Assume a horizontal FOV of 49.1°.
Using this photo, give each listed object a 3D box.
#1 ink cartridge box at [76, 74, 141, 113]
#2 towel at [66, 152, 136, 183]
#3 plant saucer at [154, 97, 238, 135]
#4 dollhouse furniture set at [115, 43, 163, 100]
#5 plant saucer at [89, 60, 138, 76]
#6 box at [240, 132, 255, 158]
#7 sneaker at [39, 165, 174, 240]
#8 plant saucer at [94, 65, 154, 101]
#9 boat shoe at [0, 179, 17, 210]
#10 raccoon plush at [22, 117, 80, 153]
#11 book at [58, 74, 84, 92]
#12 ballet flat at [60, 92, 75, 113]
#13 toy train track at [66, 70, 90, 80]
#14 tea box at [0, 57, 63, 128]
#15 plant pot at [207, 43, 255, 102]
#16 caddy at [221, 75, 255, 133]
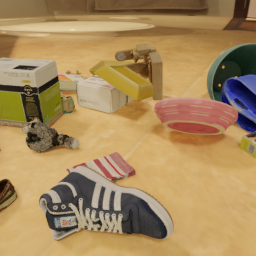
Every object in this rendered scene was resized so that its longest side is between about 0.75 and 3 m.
[{"bbox_3d":[-0.818,-1.790,12.956,1.935,1.126,2.656,15,33,28],"label":"ink cartridge box"},{"bbox_3d":[-0.793,1.242,8.215,1.723,0.196,1.241,-16,31,-27],"label":"towel"},{"bbox_3d":[2.210,-0.303,9.398,2.732,0.692,2.732,8,-11,2],"label":"plant saucer"},{"bbox_3d":[0.312,-2.664,13.623,2.204,2.572,2.705,-9,44,-2],"label":"dollhouse furniture set"},{"bbox_3d":[-0.791,-3.405,16.607,2.417,0.585,2.416,7,28,13],"label":"plant saucer"},{"bbox_3d":[4.823,0.417,9.441,2.016,0.505,0.759,-12,31,-23],"label":"box"},{"bbox_3d":[-0.634,1.903,6.052,2.992,1.048,1.623,18,33,34],"label":"sneaker"},{"bbox_3d":[0.006,-1.914,11.126,2.076,0.503,2.077,34,23,13],"label":"plant saucer"},{"bbox_3d":[-3.400,1.838,6.568,0.660,0.662,1.788,8,29,16],"label":"boat shoe"},{"bbox_3d":[-2.691,0.318,9.685,1.957,0.947,1.311,24,10,-14],"label":"raccoon plush"},{"bbox_3d":[-3.536,-2.381,14.140,2.745,0.660,1.834,-3,25,-31],"label":"book"},{"bbox_3d":[-3.512,-1.279,12.131,2.606,0.981,0.884,8,32,15],"label":"ballet flat"},{"bbox_3d":[-2.932,-3.152,16.399,2.052,0.334,1.177,23,35,35],"label":"toy train track"},{"bbox_3d":[-4.025,-1.351,10.814,2.371,2.332,1.584,7,29,13],"label":"tea box"},{"bbox_3d":[4.568,-2.054,11.795,2.970,2.970,2.001,-3,18,-6],"label":"plant pot"},{"bbox_3d":[4.441,-0.918,10.436,1.231,1.657,2.345,-17,50,-19],"label":"caddy"}]
